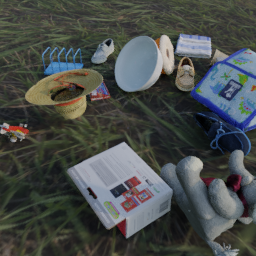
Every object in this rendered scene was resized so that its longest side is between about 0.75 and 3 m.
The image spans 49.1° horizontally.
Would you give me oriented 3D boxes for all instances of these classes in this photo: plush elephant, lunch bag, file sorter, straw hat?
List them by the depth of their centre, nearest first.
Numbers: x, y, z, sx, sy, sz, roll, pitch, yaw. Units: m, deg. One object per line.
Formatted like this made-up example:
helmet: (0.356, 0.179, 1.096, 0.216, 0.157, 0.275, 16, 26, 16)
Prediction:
plush elephant: (2.302, 1.475, 6.264, 2.067, 2.199, 2.670, -27, 75, -11)
straw hat: (-1.889, -0.919, 9.094, 2.629, 1.113, 2.629, -7, 32, 5)
lunch bag: (4.098, -1.307, 9.941, 2.896, 1.846, 2.463, -32, 49, -16)
file sorter: (-2.924, -3.012, 12.559, 1.525, 0.936, 1.058, 4, 39, 6)

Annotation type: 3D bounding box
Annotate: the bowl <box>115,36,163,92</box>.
bowl: (0.592, -2.445, 11.330, 1.013, 2.255, 2.255, 13, 22, -47)

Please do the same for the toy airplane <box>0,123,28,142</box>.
toy airplane: (-3.696, 0.149, 8.975, 0.879, 0.623, 0.882, 5, 5, -12)

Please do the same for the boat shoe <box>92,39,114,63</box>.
boat shoe: (-1.249, -3.820, 13.708, 0.689, 0.704, 1.976, 13, 41, 15)

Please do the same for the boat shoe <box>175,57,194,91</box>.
boat shoe: (2.424, -2.337, 11.886, 0.785, 0.737, 2.131, 2, 40, 3)

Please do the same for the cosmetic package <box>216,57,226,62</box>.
cosmetic package: (4.127, -2.616, 12.249, 0.528, 0.626, 1.171, 3, 35, 4)

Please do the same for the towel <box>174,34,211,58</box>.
towel: (3.444, -4.334, 14.664, 1.810, 0.293, 2.464, 9, 40, 10)

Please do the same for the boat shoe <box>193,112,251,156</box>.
boat shoe: (2.790, 0.207, 8.771, 0.777, 0.953, 2.264, 4, 22, -25)

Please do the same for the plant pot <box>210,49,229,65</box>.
plant pot: (4.281, -3.160, 12.963, 0.715, 0.781, 0.781, 22, 43, 9)

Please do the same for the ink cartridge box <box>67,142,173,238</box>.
ink cartridge box: (-0.261, 1.555, 7.065, 1.823, 0.871, 2.077, -23, 45, -26)

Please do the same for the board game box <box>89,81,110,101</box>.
board game box: (-1.288, -1.627, 11.501, 0.776, 0.147, 1.508, -12, 41, -13)

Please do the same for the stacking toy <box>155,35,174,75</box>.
stacking toy: (0.810, -3.083, 12.545, 2.319, 1.695, 1.695, -5, 36, 24)
